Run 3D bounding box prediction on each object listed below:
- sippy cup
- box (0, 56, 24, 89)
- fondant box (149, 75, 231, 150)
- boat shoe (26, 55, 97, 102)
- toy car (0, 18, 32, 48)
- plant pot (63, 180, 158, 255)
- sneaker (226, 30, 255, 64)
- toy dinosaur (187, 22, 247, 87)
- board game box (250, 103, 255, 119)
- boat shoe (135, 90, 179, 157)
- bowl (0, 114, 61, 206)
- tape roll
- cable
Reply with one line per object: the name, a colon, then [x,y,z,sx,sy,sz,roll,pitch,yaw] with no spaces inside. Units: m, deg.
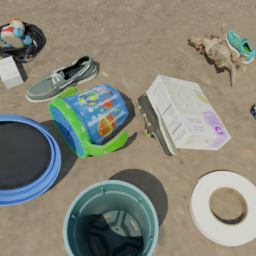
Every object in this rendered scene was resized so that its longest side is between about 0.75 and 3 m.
sippy cup: [-1.095,-0.373,8.501,1.862,1.995,2.541,-34,88,-23]
box: [-4.265,-1.997,10.094,0.616,0.483,0.990,-25,64,-13]
fondant box: [1.831,-0.477,8.544,1.711,0.691,2.371,5,49,-32]
boat shoe: [-2.364,-1.791,9.788,2.681,0.828,0.976,-26,65,-13]
toy car: [-4.272,-3.713,10.562,1.039,0.997,1.127,-6,74,18]
plant pot: [-0.345,2.553,6.846,2.033,1.991,2.033,-1,62,1]
sneaker: [4.325,-3.184,10.637,0.619,0.636,1.596,-20,63,-11]
toy dinosaur: [3.319,-2.661,10.150,1.047,1.654,2.440,-35,88,5]
board game box: [5.323,-0.164,9.079,1.704,0.584,2.061,-19,64,-12]
boat shoe: [0.884,-0.097,8.877,0.739,0.875,2.456,-31,56,21]
bowl: [-3.169,0.861,7.431,2.694,2.694,0.529,-20,33,-10]
tape roll: [2.774,2.222,7.897,2.055,0.376,2.055,-1,60,2]
cable: [-4.473,-3.483,10.827,2.294,0.583,1.872,19,64,10]
